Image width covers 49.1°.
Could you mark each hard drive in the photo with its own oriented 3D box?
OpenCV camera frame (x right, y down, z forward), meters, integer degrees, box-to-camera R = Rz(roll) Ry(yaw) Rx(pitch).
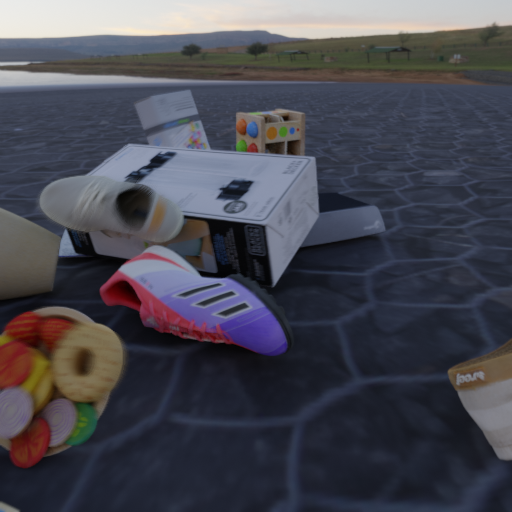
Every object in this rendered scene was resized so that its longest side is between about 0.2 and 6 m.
[{"bbox_3d":[0.768,-0.630,9.596,2.476,0.524,1.670,-10,21,-23],"label":"hard drive"}]

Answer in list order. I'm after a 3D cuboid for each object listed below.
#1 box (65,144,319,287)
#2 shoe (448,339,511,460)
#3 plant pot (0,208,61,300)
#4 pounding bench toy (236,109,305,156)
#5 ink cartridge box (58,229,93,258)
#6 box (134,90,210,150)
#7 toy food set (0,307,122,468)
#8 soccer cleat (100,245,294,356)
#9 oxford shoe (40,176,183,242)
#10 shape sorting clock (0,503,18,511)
[{"bbox_3d":[-0.950,-0.724,8.198,3.311,0.996,1.931,8,38,22],"label":"box"},{"bbox_3d":[2.905,1.011,5.241,2.967,0.792,1.037,-12,-19,-35],"label":"shoe"},{"bbox_3d":[-3.362,-0.015,7.151,1.562,1.463,1.463,10,18,-17],"label":"plant pot"},{"bbox_3d":[0.112,-3.405,15.800,1.630,1.298,2.089,-13,24,-29],"label":"pounding bench toy"},{"bbox_3d":[-2.451,-0.277,8.971,1.250,0.254,1.253,-1,37,-1],"label":"ink cartridge box"},{"bbox_3d":[-1.505,-2.179,11.337,0.446,2.169,1.691,-12,15,24],"label":"box"},{"bbox_3d":[-1.772,1.042,4.645,1.281,1.268,0.312,22,-11,20],"label":"toy food set"},{"bbox_3d":[-0.708,0.605,6.179,2.566,0.875,0.939,22,44,41],"label":"soccer cleat"},{"bbox_3d":[-1.918,-0.663,7.066,2.098,0.789,0.606,13,-9,22],"label":"oxford shoe"},{"bbox_3d":[-2.357,2.103,2.464,3.102,0.608,3.102,0,21,0],"label":"shape sorting clock"}]
